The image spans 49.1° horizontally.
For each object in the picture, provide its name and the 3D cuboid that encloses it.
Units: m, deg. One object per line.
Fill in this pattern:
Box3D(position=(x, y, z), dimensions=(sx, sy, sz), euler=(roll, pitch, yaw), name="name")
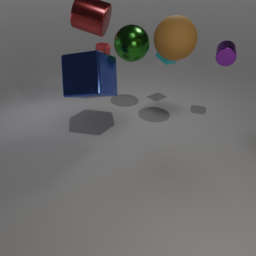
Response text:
Box3D(position=(0.146, -3.304, 10.946), dimensions=(1.400, 1.400, 1.400), euler=(0, 29, 0), name="ball")
Box3D(position=(-1.555, -4.783, 11.936), dimensions=(1.400, 1.400, 1.400), euler=(18, 30, 1), name="cylinder")
Box3D(position=(-1.291, -1.773, 9.626), dimensions=(1.400, 1.400, 1.400), euler=(-1, 4, 22), name="cube")
Box3D(position=(1.528, -2.897, 9.054), dimensions=(1.400, 1.400, 1.400), euler=(0, 29, 0), name="ball")
Box3D(position=(-1.201, -3.619, 13.354), dimensions=(0.700, 0.700, 0.700), euler=(4, 35, -3), name="cylinder")
Box3D(position=(1.726, -3.179, 11.840), dimensions=(0.700, 0.700, 0.700), euler=(-21, 58, -44), name="cube")
Box3D(position=(3.535, -2.692, 10.101), dimensions=(0.700, 0.700, 0.700), euler=(8, 40, 14), name="cylinder")
